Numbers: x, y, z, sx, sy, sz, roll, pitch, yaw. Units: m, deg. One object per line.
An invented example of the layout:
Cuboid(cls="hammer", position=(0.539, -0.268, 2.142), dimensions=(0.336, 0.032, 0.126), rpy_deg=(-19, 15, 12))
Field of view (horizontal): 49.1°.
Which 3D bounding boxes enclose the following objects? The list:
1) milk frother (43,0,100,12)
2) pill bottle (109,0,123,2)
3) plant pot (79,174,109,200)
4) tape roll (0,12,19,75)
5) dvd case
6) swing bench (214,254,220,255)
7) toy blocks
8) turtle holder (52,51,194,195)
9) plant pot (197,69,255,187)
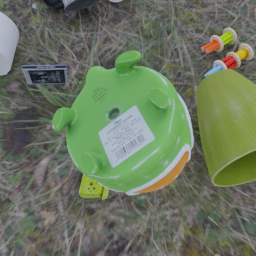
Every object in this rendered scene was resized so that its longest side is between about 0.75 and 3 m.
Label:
Cuboid(cls="milk frother", position=(-1.718, -5.235, 9.423), dimensions=(2.409, 2.175, 2.266), rpy_deg=(-32, 107, -41))
Cuboid(cls="pill bottle", position=(-0.431, -5.357, 9.672), dimensions=(1.068, 1.068, 1.907), rpy_deg=(-2, 68, -1))
Cuboid(cls="plant pot", position=(-0.795, 1.404, 7.093), dimensions=(0.699, 0.766, 0.770), rpy_deg=(13, 68, -1))
Cuboid(cls="tape roll", position=(-4.189, -2.491, 8.126), dimensions=(1.761, 1.761, 1.209), rpy_deg=(2, 68, 1))
Cuboid(cls="dvd case", position=(-1.646, -1.072, 5.660), dimensions=(0.843, 0.633, 0.104), rpy_deg=(-3, 72, -10))
Cuboid(cls="swing bench", position=(2.940, 3.973, 5.727), dimensions=(2.145, 1.399, 2.156), rpy_deg=(8, 73, 3))
Cuboid(cls="toy blocks", position=(2.831, -2.251, 8.666), dimensions=(1.595, 0.579, 1.329), rpy_deg=(-33, 72, -12))
Cuboid(cls="turtle holder", position=(-0.079, 0.012, 4.636), dimensions=(2.499, 1.774, 1.899), rpy_deg=(23, 77, 41))
Cuboid(cls="plant pot", position=(2.743, -0.167, 7.069), dimensions=(2.358, 2.358, 2.520), rpy_deg=(-13, 58, -5))
